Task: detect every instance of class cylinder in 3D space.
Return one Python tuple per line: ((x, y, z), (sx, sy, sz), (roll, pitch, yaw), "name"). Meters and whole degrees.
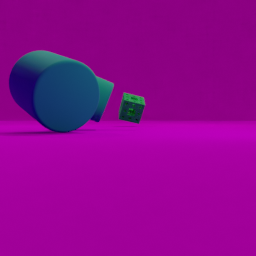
((-1.038, -0.817, 7.046), (1.069, 1.069, 1.069), (22, -1, -8), "cylinder")
((-1.440, -0.742, 5.436), (1.329, 1.329, 1.329), (-1, 20, -39), "cylinder")

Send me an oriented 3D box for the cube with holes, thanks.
((0.137, -0.788, 11.140), (0.835, 0.835, 0.835), (13, 25, -8), "cube with holes")
